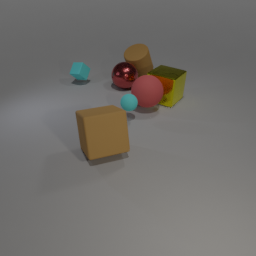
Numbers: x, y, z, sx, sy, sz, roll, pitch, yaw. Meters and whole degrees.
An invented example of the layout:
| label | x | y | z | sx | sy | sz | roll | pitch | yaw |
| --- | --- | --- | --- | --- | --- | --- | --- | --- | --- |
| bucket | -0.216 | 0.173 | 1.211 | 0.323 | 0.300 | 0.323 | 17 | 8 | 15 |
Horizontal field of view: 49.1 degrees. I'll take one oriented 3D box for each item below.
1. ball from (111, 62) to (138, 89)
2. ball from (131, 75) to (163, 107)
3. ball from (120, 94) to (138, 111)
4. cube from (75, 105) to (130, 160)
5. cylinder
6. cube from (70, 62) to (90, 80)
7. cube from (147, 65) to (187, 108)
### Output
| label | x | y | z | sx | sy | sz | roll | pitch | yaw |
| --- | --- | --- | --- | --- | --- | --- | --- | --- | --- |
| ball | -0.168 | -2.726 | 14.547 | 1.400 | 1.400 | 1.400 | 0 | 30 | 0 |
| ball | 0.834 | -1.593 | 12.170 | 1.400 | 1.400 | 1.400 | 0 | 30 | 0 |
| ball | 0.039 | -1.026 | 11.290 | 0.700 | 0.700 | 0.700 | 0 | 30 | 0 |
| cube | -0.871 | 0.092 | 9.403 | 1.400 | 1.400 | 1.400 | -11 | 16 | -18 |
| cylinder | 0.610 | -3.738 | 15.708 | 1.400 | 1.400 | 1.400 | -10 | 52 | 13 |
| cube | -2.567 | -3.043 | 15.005 | 0.700 | 0.700 | 0.700 | 9 | -13 | 34 |
| cube | 1.785 | -2.006 | 13.227 | 1.400 | 1.400 | 1.400 | 20 | 36 | 26 |
